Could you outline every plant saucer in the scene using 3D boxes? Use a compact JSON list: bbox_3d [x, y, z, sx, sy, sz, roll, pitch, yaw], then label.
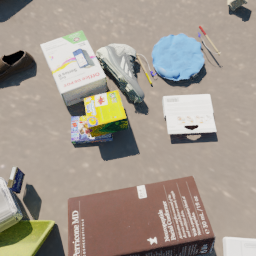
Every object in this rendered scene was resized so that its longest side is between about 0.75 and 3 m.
[{"bbox_3d":[-3.056,2.652,5.768,2.556,2.552,0.612,-1,91,0],"label":"plant saucer"}]

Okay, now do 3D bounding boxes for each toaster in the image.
[{"bbox_3d":[-3.219,1.919,6.702,0.988,0.869,1.530,-26,63,-20],"label":"toaster"}]

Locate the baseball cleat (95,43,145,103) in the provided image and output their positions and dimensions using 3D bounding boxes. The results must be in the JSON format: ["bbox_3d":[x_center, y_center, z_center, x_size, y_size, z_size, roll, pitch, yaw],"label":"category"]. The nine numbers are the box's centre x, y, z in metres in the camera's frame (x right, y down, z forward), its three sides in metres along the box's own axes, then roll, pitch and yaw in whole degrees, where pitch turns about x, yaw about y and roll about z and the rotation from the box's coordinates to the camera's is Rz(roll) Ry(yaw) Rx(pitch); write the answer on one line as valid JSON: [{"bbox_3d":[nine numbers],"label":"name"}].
[{"bbox_3d":[-0.006,-1.788,8.369,1.178,0.772,2.213,-35,73,-15],"label":"baseball cleat"}]

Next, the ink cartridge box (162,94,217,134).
[{"bbox_3d":[1.737,-0.362,8.020,1.392,0.303,1.208,-3,68,-1],"label":"ink cartridge box"}]

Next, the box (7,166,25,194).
[{"bbox_3d":[-2.703,1.292,6.838,0.136,0.838,0.507,7,65,-2],"label":"box"}]

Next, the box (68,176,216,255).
[{"bbox_3d":[0.222,2.173,6.275,2.992,1.121,1.498,-12,48,-1],"label":"box"}]

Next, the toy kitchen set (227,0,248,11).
[{"bbox_3d":[4.516,-4.368,9.600,1.730,1.386,1.019,29,65,-28],"label":"toy kitchen set"}]

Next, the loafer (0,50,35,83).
[{"bbox_3d":[-3.791,-1.924,8.485,1.817,0.645,0.664,-30,70,-12],"label":"loafer"}]

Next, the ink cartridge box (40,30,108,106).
[{"bbox_3d":[-1.588,-1.781,8.332,1.372,0.826,1.888,-22,70,-10],"label":"ink cartridge box"}]

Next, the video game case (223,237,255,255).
[{"bbox_3d":[3.575,3.831,6.237,2.710,0.321,2.467,3,67,1],"label":"video game case"}]

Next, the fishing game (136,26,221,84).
[{"bbox_3d":[1.570,-2.193,8.779,2.388,0.371,1.710,-27,69,-3],"label":"fishing game"}]

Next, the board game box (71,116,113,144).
[{"bbox_3d":[-1.026,0.022,7.910,1.141,0.197,0.773,-4,67,-2],"label":"board game box"}]

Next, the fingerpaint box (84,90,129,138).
[{"bbox_3d":[-0.612,-0.399,7.612,1.020,0.448,1.222,-14,46,-3],"label":"fingerpaint box"}]
